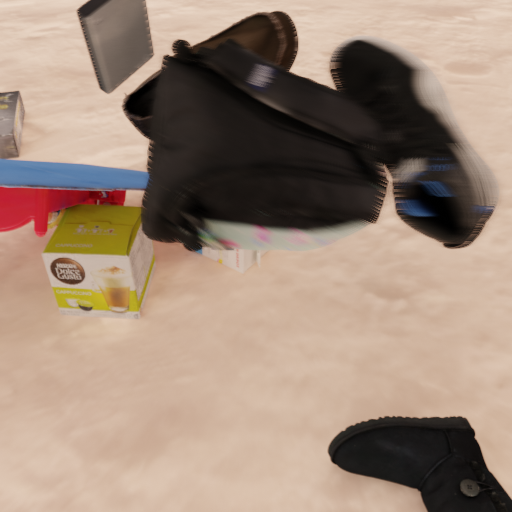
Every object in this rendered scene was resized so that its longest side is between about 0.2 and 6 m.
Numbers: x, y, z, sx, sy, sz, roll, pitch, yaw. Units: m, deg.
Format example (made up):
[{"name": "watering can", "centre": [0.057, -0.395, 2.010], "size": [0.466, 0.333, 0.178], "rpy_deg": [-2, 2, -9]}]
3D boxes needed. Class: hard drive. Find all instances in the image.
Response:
[{"name": "hard drive", "centre": [-1.621, -2.600, 6.612], "size": [0.203, 1.232, 0.860], "rpy_deg": [37, 70, 11]}]

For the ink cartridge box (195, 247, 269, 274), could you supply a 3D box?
[{"name": "ink cartridge box", "centre": [-0.385, -0.404, 9.920], "size": [1.371, 0.881, 0.859], "rpy_deg": [24, 44, 25]}]

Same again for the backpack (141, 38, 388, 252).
[{"name": "backpack", "centre": [0.119, -1.100, 6.883], "size": [2.853, 2.381, 1.806], "rpy_deg": [6, -5, -17]}]

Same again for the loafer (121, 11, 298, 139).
[{"name": "loafer", "centre": [-0.822, -2.876, 9.220], "size": [3.314, 1.210, 1.182], "rpy_deg": [-28, -4, 21]}]

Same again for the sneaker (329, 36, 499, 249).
[{"name": "sneaker", "centre": [2.132, -1.651, 7.871], "size": [3.449, 1.260, 1.930], "rpy_deg": [49, 36, -1]}]

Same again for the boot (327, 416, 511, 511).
[{"name": "boot", "centre": [1.921, 2.631, 6.261], "size": [1.923, 0.734, 1.616], "rpy_deg": [-1, 35, -11]}]

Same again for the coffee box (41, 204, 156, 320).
[{"name": "coffee box", "centre": [-2.440, 0.069, 8.979], "size": [1.327, 1.314, 1.329], "rpy_deg": [2, 39, 3]}]

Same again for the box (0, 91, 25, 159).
[{"name": "box", "centre": [-6.745, -3.106, 13.455], "size": [2.052, 0.626, 2.592], "rpy_deg": [-9, 40, -11]}]

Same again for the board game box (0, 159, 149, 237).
[{"name": "board game box", "centre": [-3.367, -0.841, 8.849], "size": [5.452, 1.062, 4.307], "rpy_deg": [-5, 16, -45]}]
